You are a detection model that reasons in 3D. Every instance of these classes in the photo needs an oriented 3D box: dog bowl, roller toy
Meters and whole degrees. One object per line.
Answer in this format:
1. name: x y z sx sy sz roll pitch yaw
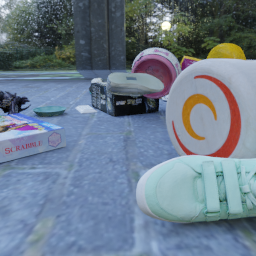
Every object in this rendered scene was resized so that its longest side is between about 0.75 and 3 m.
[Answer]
1. dog bowl: 0.947 -1.875 10.015 1.859 1.859 0.685 5 32 17
2. roller toy: 2.073 -0.274 5.812 1.748 2.282 2.501 -9 48 -33

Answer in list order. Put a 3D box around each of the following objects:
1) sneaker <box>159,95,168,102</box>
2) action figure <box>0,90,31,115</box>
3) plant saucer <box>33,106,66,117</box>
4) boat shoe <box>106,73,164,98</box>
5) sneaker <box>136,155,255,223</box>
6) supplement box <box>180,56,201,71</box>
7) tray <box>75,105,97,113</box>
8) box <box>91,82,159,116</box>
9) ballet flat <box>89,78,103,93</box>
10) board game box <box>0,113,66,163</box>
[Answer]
1. sneaker: 2.144 -1.935 15.273 0.729 0.853 1.936 -4 16 -19
2. action figure: -4.628 -0.726 9.604 1.712 1.470 2.881 -2 -15 26
3. plant saucer: -3.243 -0.683 11.614 1.358 0.244 1.358 0 14 0
4. boat shoe: 0.208 -1.362 9.238 1.956 0.697 0.682 3 53 -21
5. sneaker: 1.498 0.709 3.689 2.627 0.967 1.549 -2 -15 -14
6. supplement box: 2.365 -1.504 10.282 0.997 1.265 1.932 10 48 -11
7. tray: -1.881 -0.853 12.471 0.716 0.148 1.334 -7 16 -21
8. box: -0.199 -1.407 12.565 2.191 1.152 2.676 -7 16 -26
9. ballet flat: -2.039 -2.797 18.348 0.930 0.935 2.734 7 15 -3
10. board game box: -3.546 0.235 7.382 2.731 0.562 2.725 14 20 43
